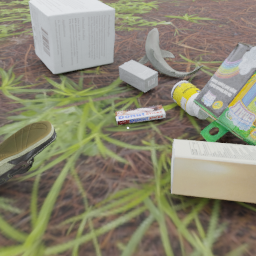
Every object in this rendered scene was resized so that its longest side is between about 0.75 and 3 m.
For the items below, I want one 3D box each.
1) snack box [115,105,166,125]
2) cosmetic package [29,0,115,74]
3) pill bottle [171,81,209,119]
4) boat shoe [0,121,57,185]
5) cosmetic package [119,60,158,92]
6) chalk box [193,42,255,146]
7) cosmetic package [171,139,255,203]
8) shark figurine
[{"bbox_3d":[0.378,-0.418,8.845,1.526,0.185,0.548,-9,36,-3],"label":"snack box"},{"bbox_3d":[-2.355,-4.068,12.041,2.862,2.395,2.380,-18,42,-28],"label":"cosmetic package"},{"bbox_3d":[2.095,-0.892,9.097,0.810,0.810,1.455,-14,38,-19],"label":"pill bottle"},{"bbox_3d":[-2.452,0.649,6.187,2.277,0.748,0.814,-30,39,8],"label":"boat shoe"},{"bbox_3d":[0.371,-1.955,10.440,0.745,0.629,1.395,-32,47,-28],"label":"cosmetic package"},{"bbox_3d":[2.976,-0.637,7.373,1.606,2.594,1.614,30,16,-19],"label":"chalk box"},{"bbox_3d":[2.207,0.919,6.111,2.502,0.889,1.316,5,14,9],"label":"cosmetic package"},{"bbox_3d":[1.413,-2.769,11.244,1.771,1.237,2.964,-43,69,0],"label":"shark figurine"}]
